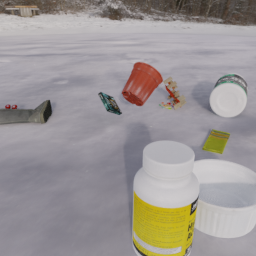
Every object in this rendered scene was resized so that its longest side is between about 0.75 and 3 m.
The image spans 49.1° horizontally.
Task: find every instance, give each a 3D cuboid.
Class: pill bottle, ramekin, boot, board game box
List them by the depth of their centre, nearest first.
[{"bbox_3d":[0.747,1.514,5.721,1.314,2.362,1.314,0,24,0],"label":"pill bottle"},{"bbox_3d":[2.265,1.712,6.946,2.056,1.002,2.056,0,24,0],"label":"ramekin"},{"bbox_3d":[-0.764,-1.050,12.214,0.188,0.904,1.337,-33,-15,15],"label":"board game box"},{"bbox_3d":[-4.728,-0.695,12.769,2.211,0.802,2.011,-6,22,3],"label":"boot"},{"bbox_3d":[5.036,-1.747,13.843,1.643,1.643,2.905,9,26,20],"label":"pill bottle"}]

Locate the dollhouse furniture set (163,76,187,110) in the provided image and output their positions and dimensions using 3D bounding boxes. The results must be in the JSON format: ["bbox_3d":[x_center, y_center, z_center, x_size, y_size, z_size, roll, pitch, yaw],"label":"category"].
[{"bbox_3d":[2.271,-1.645,14.154,0.720,1.397,1.382,-32,56,-1],"label":"dollhouse furniture set"}]

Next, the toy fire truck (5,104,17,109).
[{"bbox_3d":[-5.526,-0.740,13.170,0.778,0.436,0.654,2,43,6],"label":"toy fire truck"}]

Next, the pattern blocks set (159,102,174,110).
[{"bbox_3d":[1.961,-1.122,14.232,0.807,0.065,0.710,-2,34,-26],"label":"pattern blocks set"}]

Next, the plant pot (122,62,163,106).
[{"bbox_3d":[0.436,-1.508,10.046,1.225,1.225,1.192,19,70,36],"label":"plant pot"}]

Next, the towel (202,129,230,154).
[{"bbox_3d":[3.397,0.486,10.704,0.748,0.157,1.737,11,27,25],"label":"towel"}]
